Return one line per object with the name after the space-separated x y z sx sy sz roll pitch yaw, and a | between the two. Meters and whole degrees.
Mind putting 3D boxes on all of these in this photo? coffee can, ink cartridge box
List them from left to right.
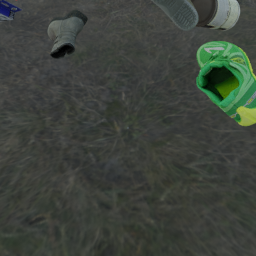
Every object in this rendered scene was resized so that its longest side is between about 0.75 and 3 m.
-3.708 -3.182 7.606 1.199 1.196 0.243 -4 94 15 | ink cartridge box
2.563 -3.481 8.373 1.357 0.993 0.993 -10 47 -41 | coffee can

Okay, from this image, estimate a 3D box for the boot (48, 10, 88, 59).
-1.316 -1.694 5.354 1.274 0.432 0.833 -2 64 51 | boot

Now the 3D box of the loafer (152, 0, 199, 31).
1.165 -3.584 7.706 2.170 0.816 0.756 56 29 0 | loafer

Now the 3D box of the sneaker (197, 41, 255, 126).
2.099 -1.261 6.184 1.168 1.035 2.794 23 33 -26 | sneaker
